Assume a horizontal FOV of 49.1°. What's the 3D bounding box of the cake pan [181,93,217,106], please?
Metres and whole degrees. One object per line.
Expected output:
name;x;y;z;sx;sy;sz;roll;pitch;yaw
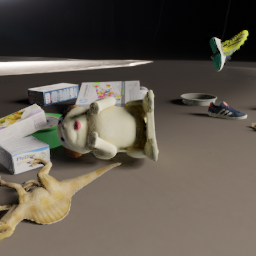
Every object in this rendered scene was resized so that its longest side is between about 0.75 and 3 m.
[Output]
cake pan;3.771;-1.522;14.988;1.890;0.347;1.890;0;17;0

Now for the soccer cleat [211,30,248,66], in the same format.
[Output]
soccer cleat;4.475;-3.624;12.332;0.821;1.963;0.635;41;2;4

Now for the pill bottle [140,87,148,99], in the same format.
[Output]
pill bottle;0.763;-1.657;14.669;0.796;0.796;1.331;0;18;0

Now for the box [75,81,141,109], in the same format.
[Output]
box;-0.865;-1.490;13.330;2.906;0.598;2.265;-2;35;2

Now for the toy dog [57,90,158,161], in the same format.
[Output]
toy dog;-0.656;-0.041;7.885;2.645;1.846;2.565;-2;2;-4

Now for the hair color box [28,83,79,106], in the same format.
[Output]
hair color box;-4.056;-1.899;15.465;1.279;0.774;2.558;11;20;32

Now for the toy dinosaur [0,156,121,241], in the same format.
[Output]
toy dinosaur;-1.622;1.294;5.673;2.904;0.845;1.468;-25;45;-39

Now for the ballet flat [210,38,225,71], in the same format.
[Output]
ballet flat;2.450;-1.986;7.506;0.328;0.946;0.328;-9;-11;-2

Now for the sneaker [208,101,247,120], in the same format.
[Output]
sneaker;4.272;-0.799;12.080;1.657;0.700;0.621;11;20;30

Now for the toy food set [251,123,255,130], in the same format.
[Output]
toy food set;5.037;-0.051;10.458;0.556;0.234;0.775;0;17;1

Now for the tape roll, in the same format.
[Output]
tape roll;-3.175;0.075;9.443;2.475;0.595;2.475;0;17;0

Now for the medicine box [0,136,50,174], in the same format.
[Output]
medicine box;-2.799;0.690;7.513;1.000;0.565;1.098;-15;23;-40

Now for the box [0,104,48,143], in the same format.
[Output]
box;-3.649;0.210;7.682;2.895;0.600;0.560;-31;45;-30
